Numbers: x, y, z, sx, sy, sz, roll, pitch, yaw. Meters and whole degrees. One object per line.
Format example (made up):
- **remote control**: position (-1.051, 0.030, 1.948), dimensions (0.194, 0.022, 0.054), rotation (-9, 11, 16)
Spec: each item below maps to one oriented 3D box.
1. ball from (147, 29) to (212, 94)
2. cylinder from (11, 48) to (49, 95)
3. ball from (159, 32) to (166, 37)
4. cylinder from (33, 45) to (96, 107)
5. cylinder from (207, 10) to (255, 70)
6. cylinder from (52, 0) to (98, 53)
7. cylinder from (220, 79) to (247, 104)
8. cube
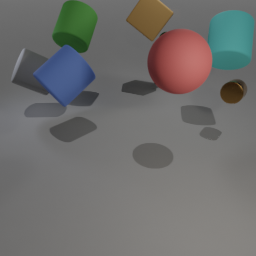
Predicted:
- **ball**: position (1.127, -1.450, 6.185), dimensions (1.400, 1.400, 1.400), rotation (0, 29, 0)
- **cylinder**: position (-3.606, -2.163, 10.911), dimensions (1.400, 1.400, 1.400), rotation (21, 18, -29)
- **ball**: position (1.778, -4.139, 13.109), dimensions (0.700, 0.700, 0.700), rotation (0, 29, 0)
- **cylinder**: position (-1.994, -1.636, 8.868), dimensions (1.400, 1.400, 1.400), rotation (-45, 42, -8)
- **cylinder**: position (3.321, -2.822, 9.155), dimensions (1.400, 1.400, 1.400), rotation (10, -11, 2)
- **cylinder**: position (-2.006, -3.825, 10.672), dimensions (1.400, 1.400, 1.400), rotation (14, -14, 4)
- **cylinder**: position (3.368, -1.168, 8.913), dimensions (0.700, 0.700, 0.700), rotation (17, 24, 28)
- **cube**: position (0.894, -4.691, 11.863), dimensions (1.400, 1.400, 1.400), rotation (36, 17, -10)
